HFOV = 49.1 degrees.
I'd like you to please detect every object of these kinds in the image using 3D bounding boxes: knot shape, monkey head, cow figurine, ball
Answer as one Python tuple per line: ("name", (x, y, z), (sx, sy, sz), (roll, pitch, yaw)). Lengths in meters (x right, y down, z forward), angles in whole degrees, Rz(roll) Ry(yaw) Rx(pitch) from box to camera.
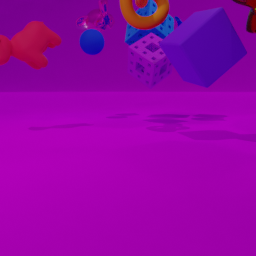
("knot shape", (0.276, -3.203, 6.598), (0.877, 1.777, 1.899), (-20, 5, 34))
("monkey head", (-1.130, -4.279, 10.655), (1.020, 1.218, 1.693), (27, 43, 35))
("cow figurine", (-2.866, -2.289, 7.473), (1.698, 1.725, 0.947), (36, -17, -31))
("monkey head", (2.470, -2.573, 5.194), (1.869, 1.345, 1.127), (4, 52, 25))
("ball", (-1.292, -3.090, 10.073), (0.901, 0.901, 0.901), (0, 8, 0))

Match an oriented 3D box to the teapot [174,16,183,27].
("teapot", (2.289, -2.947, 9.326), (2.053, 1.276, 1.005), (41, 5, -2))

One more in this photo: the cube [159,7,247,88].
("cube", (1.600, -1.745, 6.141), (1.147, 1.147, 1.147), (-41, 23, -1))

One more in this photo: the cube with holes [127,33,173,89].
("cube with holes", (0.760, -2.219, 9.255), (1.094, 1.094, 1.094), (40, 62, 23))

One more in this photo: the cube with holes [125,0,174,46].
("cube with holes", (0.800, -3.583, 10.270), (1.239, 1.239, 1.239), (27, -35, -32))
